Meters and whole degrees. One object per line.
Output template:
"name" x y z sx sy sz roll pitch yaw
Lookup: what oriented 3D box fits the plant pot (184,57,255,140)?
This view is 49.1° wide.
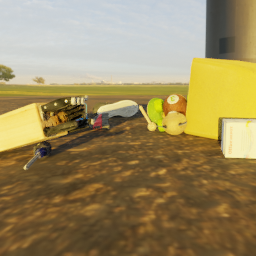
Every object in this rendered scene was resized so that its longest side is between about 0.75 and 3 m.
"plant pot" 3.716 -0.859 8.891 2.537 2.554 2.612 -5 15 -32

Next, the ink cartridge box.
"ink cartridge box" 2.870 0.231 6.707 1.163 0.845 0.841 2 9 11

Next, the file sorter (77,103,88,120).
"file sorter" -2.751 -0.774 13.525 1.349 0.828 0.936 3 8 19

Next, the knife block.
"knife block" -2.085 -0.094 6.244 2.484 0.795 2.181 -14 -2 -21

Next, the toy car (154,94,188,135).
"toy car" 1.527 -0.344 9.283 1.443 1.386 1.756 -7 13 21

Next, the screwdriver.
"screwdriver" -1.863 0.552 5.594 0.403 0.387 2.772 0 3 -6

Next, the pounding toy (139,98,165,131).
"pounding toy" 1.229 -0.598 10.435 0.667 1.110 1.438 -14 10 46

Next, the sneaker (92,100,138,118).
"sneaker" -0.741 -1.073 15.099 2.593 0.917 1.286 -11 18 -33

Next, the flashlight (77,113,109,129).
"flashlight" -1.653 -0.246 10.662 1.878 0.638 0.636 0 8 -5
